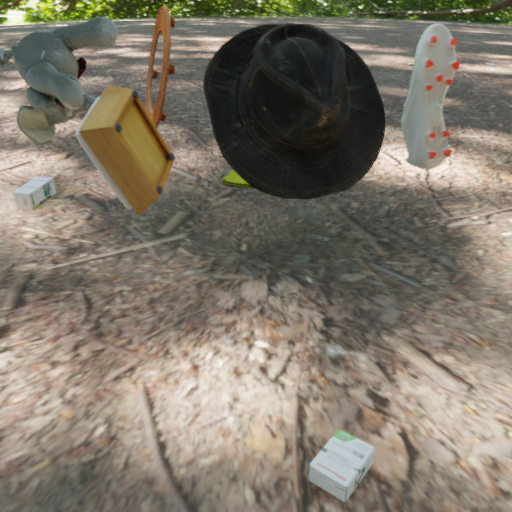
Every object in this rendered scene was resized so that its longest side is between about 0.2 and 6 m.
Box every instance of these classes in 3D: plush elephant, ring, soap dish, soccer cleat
[{"bbox_3d":[-3.469,-2.975,9.963,2.231,1.727,1.837,5,65,12],"label":"plush elephant"},{"bbox_3d":[-2.226,-4.268,13.025,0.273,2.846,2.846,3,28,-19],"label":"ring"},{"bbox_3d":[-1.604,-1.372,7.157,0.549,1.351,1.063,-12,42,22],"label":"soap dish"},{"bbox_3d":[3.513,-3.280,11.730,1.009,2.913,1.130,-4,10,-23],"label":"soccer cleat"}]

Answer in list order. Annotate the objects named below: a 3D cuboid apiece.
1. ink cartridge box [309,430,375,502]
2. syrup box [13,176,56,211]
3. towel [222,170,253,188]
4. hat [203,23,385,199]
[{"bbox_3d":[1.036,2.522,6.778,0.520,0.300,0.714,21,36,32],"label":"ink cartridge box"},{"bbox_3d":[-5.433,-1.554,13.782,0.458,0.443,1.125,7,30,12],"label":"syrup box"},{"bbox_3d":[-0.117,-2.418,15.557,0.956,0.201,2.221,9,31,17],"label":"towel"},{"bbox_3d":[0.958,-3.315,11.102,4.174,1.684,4.174,3,73,-9],"label":"hat"}]
